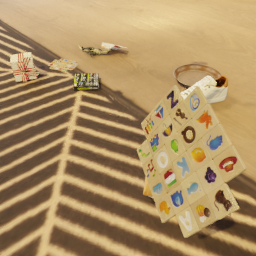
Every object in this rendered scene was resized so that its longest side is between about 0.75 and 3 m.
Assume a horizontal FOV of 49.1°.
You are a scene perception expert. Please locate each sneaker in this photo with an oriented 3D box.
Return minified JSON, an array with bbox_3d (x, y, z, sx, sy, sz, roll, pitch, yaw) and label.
[{"bbox_3d":[2.742,-1.484,11.149,2.824,1.196,1.028,-19,45,-19],"label":"sneaker"}]

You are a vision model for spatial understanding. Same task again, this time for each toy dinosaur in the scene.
[{"bbox_3d":[-1.968,-4.115,14.887,2.057,0.488,0.906,16,26,17],"label":"toy dinosaur"}]

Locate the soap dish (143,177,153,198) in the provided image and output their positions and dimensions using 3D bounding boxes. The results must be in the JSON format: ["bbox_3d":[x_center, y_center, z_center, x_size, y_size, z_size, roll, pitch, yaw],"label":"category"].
[{"bbox_3d":[1.465,1.058,8.259,1.784,0.921,2.268,6,39,7],"label":"soap dish"}]

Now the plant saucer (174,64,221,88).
[{"bbox_3d":[3.160,-2.297,12.786,2.179,0.349,2.179,0,40,0],"label":"plant saucer"}]

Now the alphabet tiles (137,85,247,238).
[{"bbox_3d":[0.964,0.544,5.159,0.080,2.108,2.534,6,50,-34],"label":"alphabet tiles"}]

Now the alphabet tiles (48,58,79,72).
[{"bbox_3d":[-3.246,-3.178,14.084,1.381,0.044,1.149,13,42,16],"label":"alphabet tiles"}]

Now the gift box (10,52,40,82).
[{"bbox_3d":[-4.715,-2.841,12.861,1.186,1.094,1.107,-16,40,-9],"label":"gift box"}]

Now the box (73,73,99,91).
[{"bbox_3d":[-1.866,-2.084,12.592,1.106,0.272,1.145,-5,40,-2],"label":"box"}]

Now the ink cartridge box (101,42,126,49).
[{"bbox_3d":[-0.707,-4.323,15.057,1.180,0.296,0.957,20,18,16],"label":"ink cartridge box"}]
